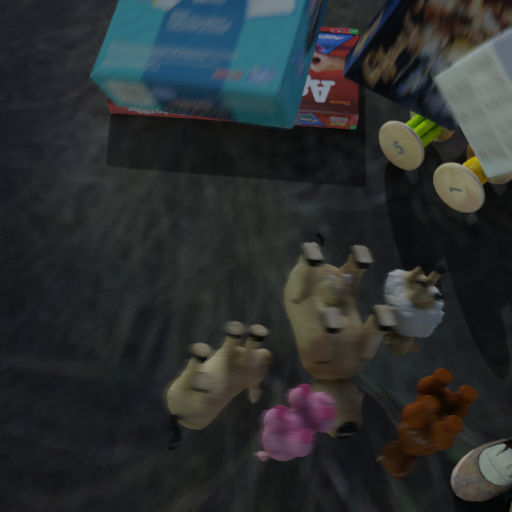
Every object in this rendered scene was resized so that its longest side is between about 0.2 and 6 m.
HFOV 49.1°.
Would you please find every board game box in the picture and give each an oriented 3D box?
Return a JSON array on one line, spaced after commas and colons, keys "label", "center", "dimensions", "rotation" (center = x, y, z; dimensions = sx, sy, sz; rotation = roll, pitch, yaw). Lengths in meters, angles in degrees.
[{"label": "board game box", "center": [-0.356, -3.647, 10.979], "dimensions": [4.675, 0.455, 2.407], "rotation": [4, 61, 2]}, {"label": "board game box", "center": [2.753, -3.052, 7.241], "dimensions": [1.984, 2.929, 0.507], "rotation": [21, 57, -15]}, {"label": "board game box", "center": [-0.340, -3.256, 6.833], "dimensions": [2.386, 0.742, 3.160], "rotation": [12, 77, 17]}]

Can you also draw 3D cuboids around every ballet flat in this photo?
[{"label": "ballet flat", "center": [3.390, 2.594, 7.286], "dimensions": [1.848, 0.621, 0.629], "rotation": [-21, 57, -12]}]

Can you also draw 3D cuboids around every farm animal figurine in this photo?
[{"label": "farm animal figurine", "center": [0.459, 0.797, 4.304], "dimensions": [2.053, 1.071, 2.031], "rotation": [15, 47, -5]}]

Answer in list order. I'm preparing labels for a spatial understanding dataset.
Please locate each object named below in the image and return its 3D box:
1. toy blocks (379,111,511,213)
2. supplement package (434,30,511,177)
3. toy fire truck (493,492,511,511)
[{"label": "toy blocks", "center": [3.840, -2.253, 9.878], "dimensions": [2.652, 0.963, 2.210], "rotation": [-38, 67, -20]}, {"label": "supplement package", "center": [2.334, -1.410, 4.952], "dimensions": [0.809, 0.803, 1.066], "rotation": [-32, 95, -15]}, {"label": "toy fire truck", "center": [3.732, 3.847, 6.402], "dimensions": [1.892, 1.217, 1.665], "rotation": [28, 70, -8]}]
